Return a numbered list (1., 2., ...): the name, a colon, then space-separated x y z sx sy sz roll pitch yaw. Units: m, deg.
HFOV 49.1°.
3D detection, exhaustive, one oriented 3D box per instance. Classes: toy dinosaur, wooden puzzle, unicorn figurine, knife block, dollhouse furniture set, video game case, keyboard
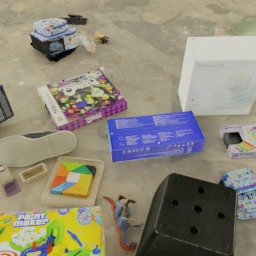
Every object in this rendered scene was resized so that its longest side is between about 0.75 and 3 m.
1. toy dinosaur: -0.106 2.426 7.148 1.411 0.741 1.281 -15 49 40
2. wooden puzzle: -1.540 1.497 8.016 1.485 0.299 1.605 6 46 5
3. unicorn figurine: -1.954 -4.064 13.019 0.582 1.082 1.575 -19 67 -11
4. knife block: -1.250 -4.441 13.760 0.759 0.277 0.865 2 46 1
5. dollhouse furniture set: -3.104 1.073 7.992 1.292 0.917 1.024 -24 51 -21
6. video game case: -1.726 -1.095 10.394 2.646 0.474 2.399 -22 50 -20
7. keyboard: -3.063 -5.947 15.185 1.680 0.333 0.875 3 46 1

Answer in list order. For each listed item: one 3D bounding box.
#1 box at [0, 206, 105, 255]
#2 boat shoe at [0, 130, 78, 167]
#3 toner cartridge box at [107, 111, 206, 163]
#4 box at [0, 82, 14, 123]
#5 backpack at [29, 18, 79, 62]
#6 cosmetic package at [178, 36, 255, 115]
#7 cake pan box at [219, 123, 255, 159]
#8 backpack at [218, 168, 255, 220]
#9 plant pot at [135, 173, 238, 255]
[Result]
1. box: -1.658 3.011 5.758 2.346 1.431 2.259 -3 46 -2
2. boat shoe: -2.887 0.589 8.751 2.654 0.964 0.832 -10 5 -3
3. toner cartridge box: 0.831 0.241 8.992 2.896 0.625 1.375 -6 45 -6
4. box: -5.257 -0.646 8.998 2.072 1.284 2.037 17 39 34
5. backpack: -3.272 -4.132 12.694 1.918 1.551 2.013 -22 46 -34
6. cosmetic package: 3.158 -1.751 9.685 2.385 2.392 1.471 -2 46 -1
7. cake pan box: 3.730 0.404 9.048 1.323 0.346 1.218 -3 44 -2
8. backpack: 3.058 1.775 7.428 1.051 0.775 1.151 -7 48 -8
9. plant pot: 1.368 2.255 6.176 2.152 1.914 2.157 13 48 13
